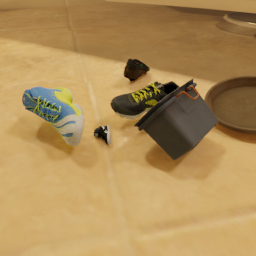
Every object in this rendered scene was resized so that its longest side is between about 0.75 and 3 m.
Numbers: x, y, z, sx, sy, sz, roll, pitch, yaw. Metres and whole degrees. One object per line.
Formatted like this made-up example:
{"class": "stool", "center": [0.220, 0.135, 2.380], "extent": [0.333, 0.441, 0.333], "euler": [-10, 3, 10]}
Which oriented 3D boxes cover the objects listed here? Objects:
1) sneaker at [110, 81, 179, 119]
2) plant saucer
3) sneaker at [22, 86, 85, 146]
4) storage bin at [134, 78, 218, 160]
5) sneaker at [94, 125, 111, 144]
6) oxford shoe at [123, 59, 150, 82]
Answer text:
{"class": "sneaker", "center": [0.586, -1.030, 8.915], "extent": [2.504, 1.059, 0.932], "euler": [-13, 58, -33]}
{"class": "plant saucer", "center": [4.016, -0.773, 9.166], "extent": [2.955, 0.435, 2.955], "euler": [-7, 42, 7]}
{"class": "sneaker", "center": [-2.272, -0.416, 8.185], "extent": [1.556, 1.122, 2.963], "euler": [6, 22, -26]}
{"class": "storage bin", "center": [1.501, -0.245, 7.586], "extent": [1.427, 1.546, 2.125], "euler": [50, 47, 5]}
{"class": "sneaker", "center": [-0.763, 0.237, 8.241], "extent": [0.495, 0.323, 0.885], "euler": [-8, 28, -2]}
{"class": "oxford shoe", "center": [0.308, -2.428, 11.898], "extent": [0.744, 0.864, 2.047], "euler": [38, 24, 16]}
